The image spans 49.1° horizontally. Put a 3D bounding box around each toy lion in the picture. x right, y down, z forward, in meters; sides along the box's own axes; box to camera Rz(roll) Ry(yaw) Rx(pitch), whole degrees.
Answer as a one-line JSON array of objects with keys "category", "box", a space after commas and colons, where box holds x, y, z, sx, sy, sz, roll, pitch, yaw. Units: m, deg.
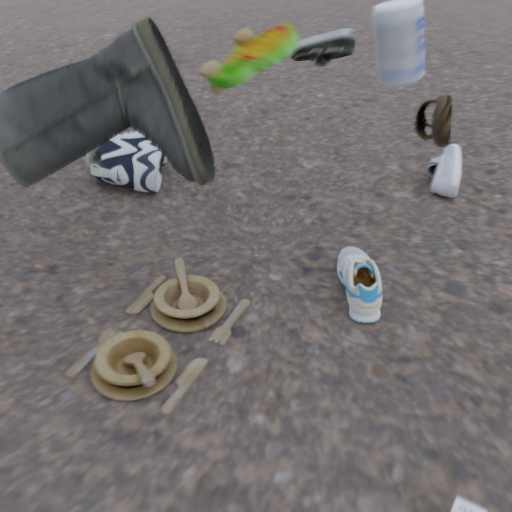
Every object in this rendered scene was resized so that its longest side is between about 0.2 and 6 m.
[{"category": "toy lion", "box": [-0.050, -3.454, 9.694, 1.517, 0.521, 1.454, -49, 38, -16]}]

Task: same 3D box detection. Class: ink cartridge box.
[{"category": "ink cartridge box", "box": [2.269, 2.984, 5.699, 0.726, 1.247, 0.421, 19, 39, 25]}]

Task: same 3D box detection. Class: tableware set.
[{"category": "tableware set", "box": [-1.505, 1.119, 9.043, 1.930, 0.585, 2.920, 14, 36, 20]}]

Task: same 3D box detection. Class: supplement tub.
[{"category": "supplement tub", "box": [2.526, -3.772, 9.903, 0.851, 1.289, 0.851, -8, 32, 5]}]

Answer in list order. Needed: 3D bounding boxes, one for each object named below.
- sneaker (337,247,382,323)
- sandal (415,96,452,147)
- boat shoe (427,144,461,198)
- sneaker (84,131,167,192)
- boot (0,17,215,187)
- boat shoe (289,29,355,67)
[{"category": "sneaker", "box": [1.895, 0.326, 10.058, 0.737, 0.778, 1.926, -3, 33, -2]}, {"category": "sandal", "box": [2.709, -2.040, 8.611, 0.536, 0.802, 1.963, 2, 16, 18]}, {"category": "boat shoe", "box": [4.601, -2.132, 13.828, 0.737, 0.775, 2.151, 9, 45, 12]}, {"category": "sneaker", "box": [-3.297, -2.726, 14.118, 2.029, 1.244, 3.118, 6, 44, -6]}, {"category": "boot", "box": [-2.421, -1.804, 8.513, 3.079, 2.799, 1.117, -25, -7, 8]}, {"category": "boat shoe", "box": [1.313, -4.227, 11.600, 0.579, 0.521, 1.638, -2, 2, -43]}]
